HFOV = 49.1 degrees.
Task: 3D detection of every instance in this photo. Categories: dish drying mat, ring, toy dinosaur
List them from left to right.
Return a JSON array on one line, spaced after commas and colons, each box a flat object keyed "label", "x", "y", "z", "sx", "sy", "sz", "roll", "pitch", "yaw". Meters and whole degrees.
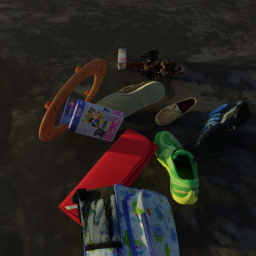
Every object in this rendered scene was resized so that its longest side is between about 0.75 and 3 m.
[{"label": "ring", "x": -1.516, "y": -0.783, "z": 7.719, "sx": 0.265, "sy": 2.765, "sz": 2.765, "roll": 37, "pitch": 51, "yaw": 3}, {"label": "dish drying mat", "x": -0.401, "y": 1.194, "z": 7.128, "sx": 1.082, "sy": 0.256, "sz": 2.818, "roll": 29, "pitch": 61, "yaw": 22}, {"label": "toy dinosaur", "x": 0.988, "y": -2.243, "z": 10.591, "sx": 2.269, "sy": 1.159, "sz": 1.540, "roll": -13, "pitch": 2, "yaw": 18}]

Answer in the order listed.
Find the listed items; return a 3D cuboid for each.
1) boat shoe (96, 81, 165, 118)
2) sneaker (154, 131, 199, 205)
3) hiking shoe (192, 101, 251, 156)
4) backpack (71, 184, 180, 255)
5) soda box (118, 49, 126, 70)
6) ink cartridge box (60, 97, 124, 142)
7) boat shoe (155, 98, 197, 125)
[{"label": "boat shoe", "x": 0.012, "y": -0.912, "z": 9.295, "sx": 2.408, "sy": 0.858, "sz": 0.725, "roll": -19, "pitch": 17, "yaw": -3}, {"label": "sneaker", "x": 1.344, "y": 0.823, "z": 7.298, "sx": 0.869, "sy": 0.980, "sz": 2.346, "roll": 0, "pitch": 40, "yaw": -16}, {"label": "hiking shoe", "x": 2.650, "y": 0.040, "z": 8.379, "sx": 2.347, "sy": 0.873, "sz": 1.017, "roll": -35, "pitch": 19, "yaw": -24}, {"label": "backpack", "x": 0.073, "y": 2.124, "z": 5.074, "sx": 1.510, "sy": 1.880, "sz": 2.055, "roll": -16, "pitch": 65, "yaw": 22}, {"label": "soda box", "x": -0.235, "y": -2.850, "z": 11.572, "sx": 0.330, "sy": 0.355, "sz": 1.038, "roll": -1, "pitch": 47, "yaw": 1}, {"label": "ink cartridge box", "x": -1.038, "y": -0.217, "z": 7.996, "sx": 1.626, "sy": 0.970, "sz": 0.341, "roll": 17, "pitch": 34, "yaw": -15}, {"label": "boat shoe", "x": 1.532, "y": -0.582, "z": 8.909, "sx": 1.466, "sy": 0.487, "sz": 0.542, "roll": -31, "pitch": 83, "yaw": -8}]
